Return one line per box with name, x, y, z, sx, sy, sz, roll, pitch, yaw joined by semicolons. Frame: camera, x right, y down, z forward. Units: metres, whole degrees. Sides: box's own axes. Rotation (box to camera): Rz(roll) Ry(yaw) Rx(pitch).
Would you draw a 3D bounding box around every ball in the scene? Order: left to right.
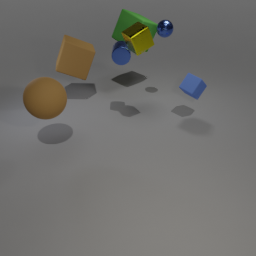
ball;-2.728;-0.978;9.249;1.400;1.400;1.400;0;31;0
ball;1.525;-4.098;11.560;0.700;0.700;0.700;0;31;0

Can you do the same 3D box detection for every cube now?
cube;-2.409;-3.218;12.747;1.400;1.400;1.400;15;25;-20
cube;0.347;-4.638;13.424;1.400;1.400;1.400;39;29;26
cube;0.331;-2.963;9.271;0.700;0.700;0.700;-35;44;-6
cube;2.639;-1.689;11.371;0.700;0.700;0.700;37;6;35

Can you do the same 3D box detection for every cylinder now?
cylinder;-0.249;-2.796;10.424;0.700;0.700;0.700;0;36;0
